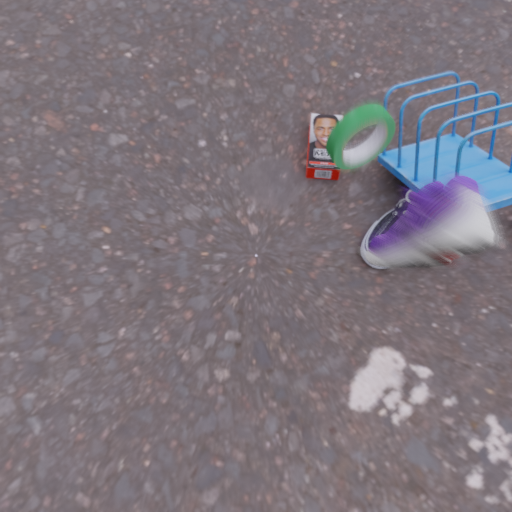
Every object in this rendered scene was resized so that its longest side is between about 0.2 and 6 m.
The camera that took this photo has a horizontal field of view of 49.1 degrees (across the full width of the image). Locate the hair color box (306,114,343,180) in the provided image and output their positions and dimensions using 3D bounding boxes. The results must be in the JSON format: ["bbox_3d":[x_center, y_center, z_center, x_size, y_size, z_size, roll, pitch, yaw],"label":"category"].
[{"bbox_3d":[1.490,-2.385,12.207,0.733,0.442,1.444,4,64,3],"label":"hair color box"}]

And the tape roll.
[{"bbox_3d":[1.413,-1.598,7.594,0.958,0.958,0.230,-24,62,-11],"label":"tape roll"}]

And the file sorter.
[{"bbox_3d":[3.785,-2.181,10.600,1.876,1.658,2.703,-17,38,-10],"label":"file sorter"}]

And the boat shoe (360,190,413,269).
[{"bbox_3d":[3.250,-0.787,11.176,2.751,0.939,1.016,-31,68,-13],"label":"boat shoe"}]

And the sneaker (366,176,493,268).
[{"bbox_3d":[2.360,-0.416,7.756,1.032,2.559,1.068,2,79,-15],"label":"sneaker"}]
